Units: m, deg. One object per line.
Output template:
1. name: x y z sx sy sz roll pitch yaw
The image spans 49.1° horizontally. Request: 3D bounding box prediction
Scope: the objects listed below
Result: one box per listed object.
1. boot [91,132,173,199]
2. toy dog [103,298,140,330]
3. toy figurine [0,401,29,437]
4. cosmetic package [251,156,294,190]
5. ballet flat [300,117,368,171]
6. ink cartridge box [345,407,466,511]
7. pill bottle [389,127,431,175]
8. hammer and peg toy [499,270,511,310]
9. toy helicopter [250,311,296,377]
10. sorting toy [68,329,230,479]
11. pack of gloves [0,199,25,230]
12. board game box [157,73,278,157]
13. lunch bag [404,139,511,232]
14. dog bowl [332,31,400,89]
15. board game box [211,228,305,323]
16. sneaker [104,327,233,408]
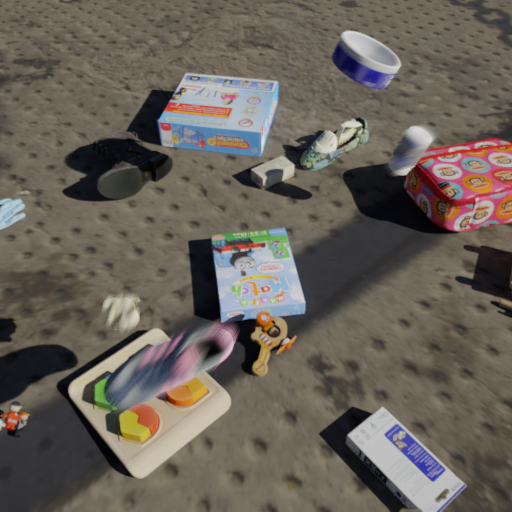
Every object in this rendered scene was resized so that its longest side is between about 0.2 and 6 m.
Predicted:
1. boot: -3.411 -2.331 13.823 2.002 0.796 2.300 32 43 29
2. toy dog: -1.945 0.883 8.356 0.565 0.407 0.583 -19 27 -23
3. toy figurine: -3.990 2.572 8.884 0.644 0.634 0.448 1 57 2
4. cosmetic package: 0.404 -2.044 13.759 0.980 0.348 0.516 -27 50 -24
5. ballet flat: 2.023 -2.974 14.400 2.274 0.844 0.844 -34 54 -29
6. ink cartridge box: 2.236 3.159 8.517 0.832 0.328 1.673 -28 50 -26
7. pill bottle: 3.173 -2.165 11.633 0.527 0.927 0.527 14 43 -14
8. hammer and peg toy: 5.688 0.511 10.902 1.510 0.724 2.053 18 47 17
9. toy helicopter: 0.251 1.635 10.073 0.795 0.474 1.202 17 57 4
10. sorting toy: -1.800 2.299 9.336 1.967 0.388 2.125 -33 54 -29
11. pack of gloves: -6.720 -0.881 12.470 2.243 0.527 2.670 24 50 23
12. board game box: -0.959 -3.933 15.368 2.764 0.772 2.707 8 46 8
13. lunch bag: 5.002 -1.783 13.008 2.866 1.174 2.524 -11 41 -11
14. dog bowl: 1.941 -3.473 9.934 1.152 0.454 1.152 17 41 -15
15. board game box: -0.018 0.339 11.315 1.623 0.393 2.145 -6 46 -6
16. sneaker: -1.130 1.414 7.366 1.818 0.746 0.638 -27 89 -21
